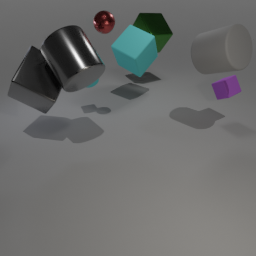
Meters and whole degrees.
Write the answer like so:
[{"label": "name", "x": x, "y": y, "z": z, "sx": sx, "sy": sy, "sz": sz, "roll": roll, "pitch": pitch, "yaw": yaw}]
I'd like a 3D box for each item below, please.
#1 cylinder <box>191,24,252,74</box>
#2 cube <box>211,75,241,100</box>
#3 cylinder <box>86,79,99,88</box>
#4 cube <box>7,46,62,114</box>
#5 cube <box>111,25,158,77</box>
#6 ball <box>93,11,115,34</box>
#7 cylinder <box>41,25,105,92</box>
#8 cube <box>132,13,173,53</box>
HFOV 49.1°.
[{"label": "cylinder", "x": 3.031, "y": -2.513, "z": 9.116, "sx": 1.400, "sy": 1.400, "sz": 1.400, "roll": -21, "pitch": 15, "yaw": -33}, {"label": "cube", "x": 3.863, "y": -1.587, "z": 11.007, "sx": 0.700, "sy": 0.700, "sz": 0.700, "roll": -26, "pitch": 8, "yaw": -20}, {"label": "cylinder", "x": -1.596, "y": -2.084, "z": 11.141, "sx": 0.700, "sy": 0.700, "sz": 0.700, "roll": -13, "pitch": 62, "yaw": -22}, {"label": "cube", "x": -2.923, "y": -1.524, "z": 9.208, "sx": 1.400, "sy": 1.400, "sz": 1.400, "roll": 27, "pitch": 67, "yaw": -20}, {"label": "cube", "x": 0.325, "y": -3.452, "z": 12.609, "sx": 1.400, "sy": 1.400, "sz": 1.400, "roll": 34, "pitch": 78, "yaw": 23}, {"label": "ball", "x": -0.756, "y": -3.367, "z": 8.931, "sx": 0.700, "sy": 0.700, "sz": 0.700, "roll": 0, "pitch": 30, "yaw": 0}, {"label": "cylinder", "x": -1.601, "y": -2.003, "z": 8.239, "sx": 1.400, "sy": 1.400, "sz": 1.400, "roll": -27, "pitch": 82, "yaw": -38}, {"label": "cube", "x": 1.113, "y": -4.742, "z": 14.064, "sx": 1.400, "sy": 1.400, "sz": 1.400, "roll": -13, "pitch": 70, "yaw": -31}]
